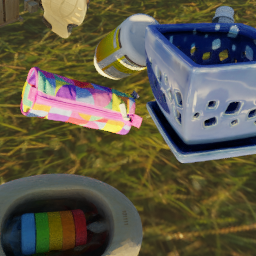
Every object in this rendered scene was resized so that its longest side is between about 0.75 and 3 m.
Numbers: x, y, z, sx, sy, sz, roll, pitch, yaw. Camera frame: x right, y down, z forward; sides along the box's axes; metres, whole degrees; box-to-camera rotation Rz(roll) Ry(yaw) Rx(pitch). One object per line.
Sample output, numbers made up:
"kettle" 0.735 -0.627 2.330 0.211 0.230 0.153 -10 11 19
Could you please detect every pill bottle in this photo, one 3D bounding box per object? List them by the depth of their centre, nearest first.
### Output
"pill bottle" 2.406 -2.557 7.193 0.561 0.561 0.968 12 80 8
"pill bottle" -0.089 -1.998 7.365 1.222 2.237 1.222 2 87 -28

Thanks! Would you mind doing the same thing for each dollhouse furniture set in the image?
"dollhouse furniture set" -3.163 -3.305 6.648 1.189 1.392 2.685 43 55 7

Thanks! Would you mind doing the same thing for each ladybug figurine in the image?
"ladybug figurine" -0.956 1.367 3.485 2.275 0.818 1.544 5 50 -20

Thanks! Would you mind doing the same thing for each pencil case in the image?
"pencil case" -0.952 -0.522 6.011 2.476 1.094 1.094 10 50 -30

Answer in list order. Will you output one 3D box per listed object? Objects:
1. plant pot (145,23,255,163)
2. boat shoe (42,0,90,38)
"plant pot" 1.665 -0.717 5.570 2.371 2.131 2.370 -6 34 -14
"boat shoe" -1.420 -3.001 6.684 1.018 2.690 0.966 36 81 -24
